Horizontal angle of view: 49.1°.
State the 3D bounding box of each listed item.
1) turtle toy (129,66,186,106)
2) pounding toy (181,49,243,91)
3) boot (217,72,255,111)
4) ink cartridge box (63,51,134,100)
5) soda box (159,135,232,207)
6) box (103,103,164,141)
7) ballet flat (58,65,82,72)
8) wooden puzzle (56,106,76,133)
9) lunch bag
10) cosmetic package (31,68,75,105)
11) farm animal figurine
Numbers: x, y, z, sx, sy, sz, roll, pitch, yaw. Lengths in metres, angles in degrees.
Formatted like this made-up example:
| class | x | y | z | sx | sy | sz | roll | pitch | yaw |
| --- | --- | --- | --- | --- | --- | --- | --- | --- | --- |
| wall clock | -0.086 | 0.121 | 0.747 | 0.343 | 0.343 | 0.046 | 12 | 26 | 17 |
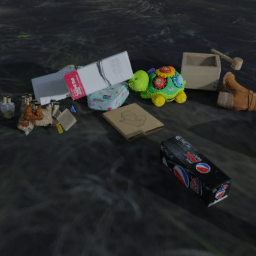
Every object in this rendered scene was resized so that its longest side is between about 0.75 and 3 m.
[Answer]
| class | x | y | z | sx | sy | sz | roll | pitch | yaw |
| --- | --- | --- | --- | --- | --- | --- | --- | --- | --- |
| turtle toy | 1.372 | -2.045 | 12.822 | 2.746 | 1.388 | 2.002 | -9 | 37 | -12 |
| pounding toy | 4.141 | -2.921 | 14.088 | 2.878 | 1.317 | 2.528 | 7 | 37 | 9 |
| boot | 5.158 | -1.626 | 12.613 | 1.917 | 0.947 | 2.469 | 13 | 39 | 18 |
| ink cartridge box | -1.161 | -2.164 | 11.440 | 2.576 | 1.074 | 1.870 | -20 | 14 | -1 |
| soda box | 2.011 | 1.253 | 8.812 | 0.870 | 0.779 | 2.460 | -19 | 39 | -22 |
| box | 0.180 | -0.307 | 11.384 | 1.675 | 0.218 | 2.049 | -20 | 39 | -26 |
| ballet flat | -2.684 | -2.863 | 14.453 | 2.450 | 0.851 | 0.851 | 15 | 39 | 19 |
| wooden puzzle | -2.321 | -0.310 | 10.555 | 1.012 | 0.118 | 0.683 | -36 | 78 | 12 |
| lunch bag | -0.935 | -1.531 | 12.670 | 1.558 | 0.749 | 1.942 | 13 | 38 | 18 |
| cosmetic package | -3.239 | -1.934 | 12.963 | 2.094 | 1.062 | 0.746 | -22 | 41 | -28 |
| farm animal figurine | -4.051 | -0.505 | 11.000 | 2.581 | 1.298 | 2.084 | 13 | 19 | 22 |
